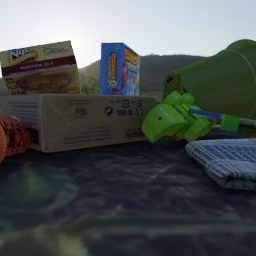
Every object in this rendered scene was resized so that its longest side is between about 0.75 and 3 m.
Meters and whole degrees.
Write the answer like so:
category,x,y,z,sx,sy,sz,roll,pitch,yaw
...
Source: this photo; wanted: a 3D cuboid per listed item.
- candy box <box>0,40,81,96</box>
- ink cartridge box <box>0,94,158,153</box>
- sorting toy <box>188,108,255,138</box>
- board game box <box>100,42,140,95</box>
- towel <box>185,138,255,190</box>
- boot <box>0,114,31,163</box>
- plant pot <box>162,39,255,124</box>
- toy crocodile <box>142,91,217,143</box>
category,x,y,z,sx,sy,sz,roll,pitch,yaw
candy box,-1.995,-0.931,7.041,1.558,0.746,2.699,-12,-23,-11
ink cartridge box,-1.012,-0.209,5.873,2.595,0.975,2.138,-5,6,-39
sorting toy,2.656,0.054,5.709,2.935,0.400,1.652,8,7,-18
board game box,-0.228,-1.528,10.344,0.774,2.712,2.770,3,7,14
towel,1.806,0.360,3.439,1.911,0.330,1.840,1,5,2
boot,-1.865,0.087,3.893,1.249,0.874,2.330,7,3,-36
plant pot,2.722,-1.170,9.091,2.780,2.928,2.928,-16,10,-18
toy crocodile,1.263,-0.154,6.283,1.004,0.918,2.974,46,21,15
